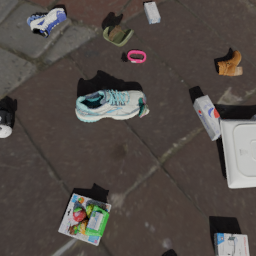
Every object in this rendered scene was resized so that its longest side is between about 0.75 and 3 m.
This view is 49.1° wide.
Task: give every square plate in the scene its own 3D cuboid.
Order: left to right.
[{"bbox_3d":[4.818,0.865,10.341,2.553,0.367,2.577,-1,76,-6],"label":"square plate"}]

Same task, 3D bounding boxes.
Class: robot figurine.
[{"bbox_3d":[-4.948,-0.219,10.947,0.754,0.907,1.208,-3,64,-21],"label":"robot figurine"}]

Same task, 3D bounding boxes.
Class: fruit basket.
[{"bbox_3d":[-1.465,3.053,9.491,1.478,0.693,1.369,16,66,10],"label":"fruit basket"}]

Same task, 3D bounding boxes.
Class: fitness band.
[{"bbox_3d":[0.396,-3.243,12.685,0.839,0.157,0.602,6,65,1],"label":"fitness band"}]

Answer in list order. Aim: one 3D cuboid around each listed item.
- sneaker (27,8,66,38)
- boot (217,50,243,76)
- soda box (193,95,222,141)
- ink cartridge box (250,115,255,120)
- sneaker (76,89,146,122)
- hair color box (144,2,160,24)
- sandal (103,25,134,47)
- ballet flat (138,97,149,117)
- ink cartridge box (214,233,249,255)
[{"bbox_3d":[-3.735,-4.805,13.153,1.844,0.745,1.065,-18,70,-1],"label":"sneaker"},{"bbox_3d":[4.443,-2.873,12.390,1.023,0.505,1.318,0,72,5],"label":"boot"},{"bbox_3d":[3.251,-0.416,11.139,0.547,0.589,1.725,-19,66,-9],"label":"soda box"},{"bbox_3d":[5.534,-0.218,11.132,1.013,0.426,0.739,-13,66,-6],"label":"ink cartridge box"},{"bbox_3d":[-0.653,-0.975,11.025,2.898,1.251,1.125,-13,66,-6],"label":"sneaker"},{"bbox_3d":[1.175,-5.630,13.690,0.538,0.329,1.086,-11,67,-5],"label":"hair color box"},{"bbox_3d":[-0.516,-3.810,11.323,1.995,0.569,0.792,30,86,47],"label":"sandal"},{"bbox_3d":[0.480,-0.602,8.484,0.306,0.297,0.860,27,36,-24],"label":"ballet flat"},{"bbox_3d":[3.406,3.882,9.244,0.995,0.427,0.728,2,65,2],"label":"ink cartridge box"}]
